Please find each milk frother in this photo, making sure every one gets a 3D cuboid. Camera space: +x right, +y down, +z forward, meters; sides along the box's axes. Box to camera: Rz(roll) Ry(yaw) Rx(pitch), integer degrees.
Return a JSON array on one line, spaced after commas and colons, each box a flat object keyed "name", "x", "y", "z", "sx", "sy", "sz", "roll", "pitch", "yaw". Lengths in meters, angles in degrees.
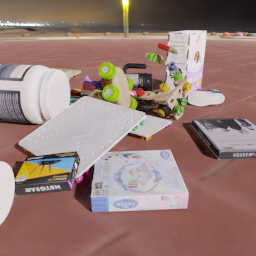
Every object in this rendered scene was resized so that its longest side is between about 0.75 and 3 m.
[{"name": "milk frother", "x": 0.384, "y": -2.301, "z": 14.232, "sx": 1.636, "sy": 1.570, "sz": 1.739, "roll": 1, "pitch": -21, "yaw": 1}]

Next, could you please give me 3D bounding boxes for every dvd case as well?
[{"name": "dvd case", "x": 3.299, "y": 0.250, "z": 8.763, "sx": 1.930, "sy": 0.318, "sz": 2.568, "roll": -1, "pitch": 22, "yaw": -4}]

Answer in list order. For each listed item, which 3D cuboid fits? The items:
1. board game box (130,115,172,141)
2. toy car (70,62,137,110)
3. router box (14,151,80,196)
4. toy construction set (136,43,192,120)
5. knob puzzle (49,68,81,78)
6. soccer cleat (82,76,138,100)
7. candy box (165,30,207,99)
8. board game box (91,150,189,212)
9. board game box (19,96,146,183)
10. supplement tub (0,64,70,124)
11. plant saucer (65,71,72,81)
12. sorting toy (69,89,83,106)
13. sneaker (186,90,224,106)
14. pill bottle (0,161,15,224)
[{"name": "board game box", "x": 0.416, "y": -0.084, "z": 9.719, "sx": 1.669, "sy": 0.216, "sz": 1.669, "roll": 15, "pitch": 26, "yaw": 33}, {"name": "toy car", "x": -1.073, "y": -1.292, "z": 11.070, "sx": 2.230, "sy": 1.759, "sz": 1.832, "roll": -17, "pitch": -18, "yaw": 23}, {"name": "router box", "x": -1.807, "y": 1.010, "z": 6.335, "sx": 1.295, "sy": 0.331, "sz": 0.966, "roll": -8, "pitch": 36, "yaw": 9}, {"name": "toy construction set", "x": 1.654, "y": -1.635, "z": 10.622, "sx": 2.285, "sy": 2.739, "sz": 2.105, "roll": -18, "pitch": 32, "yaw": -20}, {"name": "knob puzzle", "x": -4.630, "y": -3.053, "z": 16.702, "sx": 3.263, "sy": 0.452, "sz": 3.263, "roll": 0, "pitch": 22, "yaw": 0}, {"name": "soccer cleat", "x": -0.681, "y": -1.691, "z": 12.201, "sx": 2.600, "sy": 0.952, "sz": 0.887, "roll": 4, "pitch": -6, "yaw": -13}, {"name": "candy box", "x": 2.811, "y": -3.140, "z": 13.567, "sx": 1.059, "sy": 2.961, "sz": 2.484, "roll": 13, "pitch": 25, "yaw": 29}, {"name": "board game box", "x": 0.192, "y": 1.126, "z": 6.440, "sx": 1.944, "sy": 0.424, "sz": 1.954, "roll": -3, "pitch": 22, "yaw": -2}, {"name": "board game box", "x": -1.281, "y": 0.141, "z": 7.920, "sx": 2.692, "sy": 0.348, "sz": 2.691, "roll": 19, "pitch": 48, "yaw": 39}, {"name": "supplement tub", "x": -3.801, "y": -1.223, "z": 10.027, "sx": 2.949, "sy": 2.069, "sz": 2.069, "roll": 5, "pitch": 23, "yaw": 11}, {"name": "plant saucer", "x": -3.510, "y": -1.782, "z": 12.701, "sx": 2.413, "sy": 0.606, "sz": 2.413, "roll": -27, "pitch": 17, "yaw": 9}, {"name": "sorting toy", "x": -2.454, "y": -1.396, "z": 12.733, "sx": 2.054, "sy": 0.375, "sz": 1.902, "roll": 18, "pitch": 28, "yaw": 37}, {"name": "sneaker", "x": 3.415, "y": -1.365, "z": 12.425, "sx": 1.622, "sy": 0.654, "sz": 1.188, "roll": 2, "pitch": 15, "yaw": 11}, {"name": "pill bottle", "x": -3.658, "y": 1.098, "z": 4.923, "sx": 2.916, "sy": 1.639, "sz": 1.639, "roll": 2, "pitch": 22, "yaw": 5}]
